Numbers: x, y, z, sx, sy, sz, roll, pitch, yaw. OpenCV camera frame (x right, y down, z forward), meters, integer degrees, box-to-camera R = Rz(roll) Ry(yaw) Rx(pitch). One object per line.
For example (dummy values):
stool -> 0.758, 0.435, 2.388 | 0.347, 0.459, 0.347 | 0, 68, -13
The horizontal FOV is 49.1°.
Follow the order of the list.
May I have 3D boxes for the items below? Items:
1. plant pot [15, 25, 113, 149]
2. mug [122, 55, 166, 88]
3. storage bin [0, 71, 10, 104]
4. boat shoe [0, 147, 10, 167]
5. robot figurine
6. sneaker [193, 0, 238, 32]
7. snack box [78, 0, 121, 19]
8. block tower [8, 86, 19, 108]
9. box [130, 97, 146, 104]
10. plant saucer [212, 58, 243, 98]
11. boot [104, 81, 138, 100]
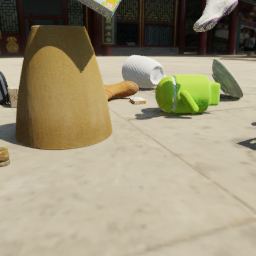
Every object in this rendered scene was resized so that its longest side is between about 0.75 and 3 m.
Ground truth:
plant pot -> -1.756, -1.225, 7.594 | 2.687, 2.883, 2.687 | 1, 17, 0
mug -> 1.140, -2.993, 15.439 | 2.301, 1.699, 2.018 | 4, 13, -40
storage bin -> -6.102, -1.607, 11.341 | 2.214, 1.611, 1.487 | 12, 31, 34
boat shoe -> -3.103, 0.596, 5.859 | 1.187, 0.404, 0.427 | -5, 18, -14
robot figurine -> 2.063, -1.239, 10.159 | 2.357, 1.363, 2.068 | -1, 18, -3
sneaker -> 2.477, -3.478, 8.354 | 1.556, 0.775, 0.583 | -39, -12, -6
snack box -> -0.783, -3.263, 6.334 | 1.400, 0.995, 0.371 | 28, -16, -9
block tower -> -3.273, -1.273, 11.229 | 2.887, 0.835, 0.780 | -2, 17, -2
box -> 0.405, -1.171, 11.939 | 0.507, 0.177, 0.852 | -4, 15, -14
plant saucer -> 4.367, -2.146, 12.752 | 0.543, 2.162, 2.162 | -35, 13, 11
boot -> -0.664, -1.514, 12.227 | 2.053, 0.756, 1.588 | -3, 19, 15
